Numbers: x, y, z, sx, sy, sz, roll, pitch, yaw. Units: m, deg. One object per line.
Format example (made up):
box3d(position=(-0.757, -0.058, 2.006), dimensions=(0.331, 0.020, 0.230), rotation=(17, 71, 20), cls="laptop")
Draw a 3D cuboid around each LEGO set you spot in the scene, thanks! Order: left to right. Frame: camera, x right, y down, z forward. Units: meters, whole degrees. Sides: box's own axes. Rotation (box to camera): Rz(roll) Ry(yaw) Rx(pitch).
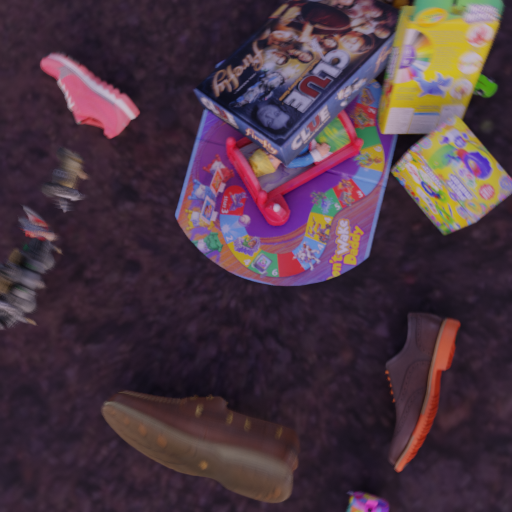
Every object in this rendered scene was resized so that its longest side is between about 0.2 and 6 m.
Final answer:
box3d(position=(-3.570, 0.037, 9.155), dimensions=(1.043, 3.682, 2.391), rotation=(28, 45, -29), cls="LEGO set")

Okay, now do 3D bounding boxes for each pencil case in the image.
box3d(position=(1.741, 4.871, 9.484), dimensions=(0.735, 0.735, 1.664), rotation=(14, 85, 1), cls="pencil case")

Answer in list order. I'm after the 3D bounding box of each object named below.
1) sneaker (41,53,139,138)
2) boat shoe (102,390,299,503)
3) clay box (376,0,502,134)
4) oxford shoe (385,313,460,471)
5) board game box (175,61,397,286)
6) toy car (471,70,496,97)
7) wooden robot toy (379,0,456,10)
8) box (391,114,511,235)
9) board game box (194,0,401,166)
box3d(position=(-3.210, -2.938, 10.292), dimensions=(2.051, 0.756, 0.889), rotation=(33, 86, 3), cls="sneaker")
box3d(position=(-0.915, 3.002, 9.534), dimensions=(3.428, 1.234, 1.158), rotation=(16, 45, 12), cls="boat shoe")
box3d(position=(3.006, -3.222, 9.471), dimensions=(1.428, 2.486, 0.592), rotation=(-1, 49, -4), cls="clay box")
box3d(position=(2.696, 2.322, 9.772), dimensions=(0.987, 0.968, 2.720), rotation=(17, 82, 25), cls="oxford shoe")
box3d(position=(0.640, -1.789, 10.093), dimensions=(3.673, 0.905, 4.649), rotation=(15, 85, 2), cls="board game box")
box3d(position=(3.867, -3.434, 10.565), dimensions=(1.361, 0.323, 1.446), rotation=(38, 86, 3), cls="toy car")
box3d(position=(2.522, -4.895, 10.503), dimensions=(3.048, 1.343, 1.383), rotation=(51, 123, 11), cls="wooden robot toy")
box3d(position=(3.354, -1.344, 9.732), dimensions=(0.959, 1.514, 1.572), rotation=(-38, 86, -4), cls="box")
box3d(position=(0.834, -3.389, 9.908), dimensions=(2.228, 0.569, 3.289), rotation=(39, 80, 27), cls="board game box")
